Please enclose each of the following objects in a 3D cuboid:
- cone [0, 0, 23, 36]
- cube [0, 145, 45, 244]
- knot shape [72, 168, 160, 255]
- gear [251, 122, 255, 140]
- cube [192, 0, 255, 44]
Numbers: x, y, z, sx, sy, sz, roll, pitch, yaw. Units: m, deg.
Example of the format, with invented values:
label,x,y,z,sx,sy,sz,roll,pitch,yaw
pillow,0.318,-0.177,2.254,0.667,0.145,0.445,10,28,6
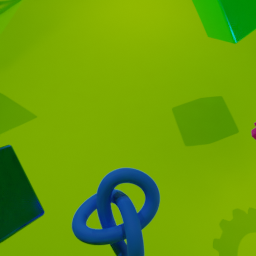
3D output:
label,x,y,z,sx,sy,sz,roll,pitch,yaw
cone,-3.421,-3.061,7.305,1.656,1.650,1.650,-17,59,12
cube,-2.170,1.099,3.976,1.166,1.166,1.166,-25,88,-56
knot shape,-0.253,1.389,4.400,1.404,0.693,1.501,-4,75,32
gear,3.247,0.615,5.336,2.037,0.377,2.037,24,42,-23
cube,2.656,-3.150,7.117,1.317,1.317,1.317,-36,30,1
